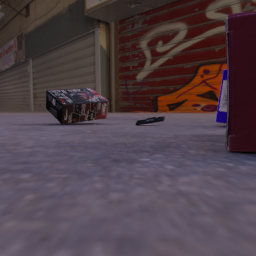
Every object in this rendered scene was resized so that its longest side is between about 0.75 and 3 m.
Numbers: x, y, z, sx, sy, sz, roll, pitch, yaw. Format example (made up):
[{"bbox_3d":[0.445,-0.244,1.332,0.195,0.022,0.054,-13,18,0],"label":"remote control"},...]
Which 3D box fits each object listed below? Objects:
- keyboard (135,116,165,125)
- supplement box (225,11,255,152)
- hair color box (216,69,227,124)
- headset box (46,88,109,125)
[{"bbox_3d":[0.671,-0.214,8.391,0.860,0.110,0.516,-8,16,14],"label":"keyboard"},{"bbox_3d":[2.080,-0.562,4.056,1.167,1.503,2.724,0,4,22],"label":"supplement box"},{"bbox_3d":[3.636,-0.883,8.533,0.890,1.502,2.747,12,11,34],"label":"hair color box"},{"bbox_3d":[-1.622,-0.791,9.396,1.838,0.689,1.366,-10,32,-36],"label":"headset box"}]
